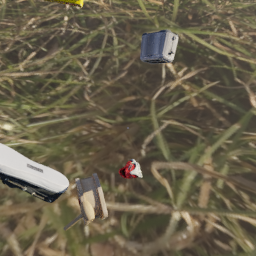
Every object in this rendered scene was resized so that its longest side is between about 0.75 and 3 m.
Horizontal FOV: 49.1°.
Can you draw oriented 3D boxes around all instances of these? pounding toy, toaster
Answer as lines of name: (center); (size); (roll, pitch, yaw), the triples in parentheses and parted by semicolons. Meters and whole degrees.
pounding toy: (-0.871, 1.376, 5.213); (0.824, 1.436, 0.821); (-14, 71, -15)
toaster: (0.543, -1.509, 5.281); (0.807, 0.459, 0.521); (9, 91, 42)

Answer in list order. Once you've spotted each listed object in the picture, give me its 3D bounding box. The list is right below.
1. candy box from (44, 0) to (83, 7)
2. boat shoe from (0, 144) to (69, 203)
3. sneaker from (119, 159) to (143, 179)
candy box: (-1.280, -3.534, 5.983); (0.865, 0.223, 1.691); (9, 95, -5)
boat shoe: (-1.818, 0.771, 4.631); (1.713, 0.485, 0.588); (31, 13, -23)
sneaker: (0.002, 0.721, 4.840); (0.345, 0.812, 0.313); (-11, 86, -10)
